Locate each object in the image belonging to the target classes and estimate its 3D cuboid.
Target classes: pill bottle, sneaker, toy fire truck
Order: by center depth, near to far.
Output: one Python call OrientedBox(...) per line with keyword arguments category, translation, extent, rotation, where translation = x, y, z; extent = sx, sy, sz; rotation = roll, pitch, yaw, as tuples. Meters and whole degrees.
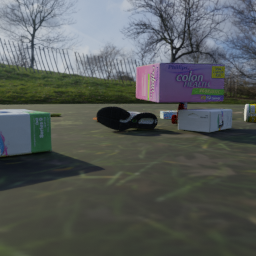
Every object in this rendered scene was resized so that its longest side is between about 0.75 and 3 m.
OrientedBox(category="sneaker", translation=(-0.100, -0.282, 11.076), extent=(2.330, 0.879, 1.341), rotation=(7, -3, -7))
OrientedBox(category="toy fire truck", translation=(2.433, -0.702, 12.634), extent=(0.714, 1.069, 1.273), rotation=(3, 1, 25))
OrientedBox(category="pill bottle", translation=(6.700, -0.735, 13.962), extent=(1.600, 0.902, 0.902), rotation=(2, 7, 18))

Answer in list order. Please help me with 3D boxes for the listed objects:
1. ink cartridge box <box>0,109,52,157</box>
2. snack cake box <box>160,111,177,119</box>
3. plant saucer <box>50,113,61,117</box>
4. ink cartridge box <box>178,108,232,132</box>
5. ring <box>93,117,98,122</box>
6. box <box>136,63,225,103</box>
OrientedBox(category="ink cartridge box", translation=(-3.052, 0.093, 6.257), extent=(2.188, 0.957, 1.590), rotation=(-7, 10, -39))
OrientedBox(category="snack cake box", translation=(2.608, -0.777, 16.420), extent=(1.305, 0.439, 0.751), rotation=(-1, 5, -7))
OrientedBox(category="plant saucer", translation=(-4.875, -0.839, 18.234), extent=(1.089, 0.169, 1.089), rotation=(0, 7, 0))
OrientedBox(category="ink cartridge box", translation=(2.978, -0.334, 10.806), extent=(1.357, 0.787, 1.874), rotation=(6, 9, 43))
OrientedBox(category="ring", translation=(-0.785, -0.441, 14.581), extent=(2.077, 0.199, 2.077), rotation=(1, 6, 0))
OrientedBox(category="box", translation=(1.964, -1.833, 11.414), extent=(2.606, 1.432, 2.963), rotation=(-2, 9, -15))
